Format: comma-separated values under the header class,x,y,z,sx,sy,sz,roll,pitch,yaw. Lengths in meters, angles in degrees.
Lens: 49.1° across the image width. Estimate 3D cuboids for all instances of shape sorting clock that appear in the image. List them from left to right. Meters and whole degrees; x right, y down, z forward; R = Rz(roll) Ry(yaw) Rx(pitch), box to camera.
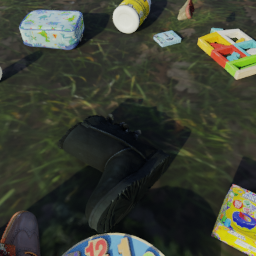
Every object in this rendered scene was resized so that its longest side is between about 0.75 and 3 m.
class,x,y,z,sx,sy,sz,roll,pitch,yaw
shape sorting clock,-0.346,2.969,4.310,2.648,0.520,2.648,-10,48,11

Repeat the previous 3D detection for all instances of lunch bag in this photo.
class,x,y,z,sx,sy,sz,roll,pitch,yaw
lunch bag,-2.807,-3.800,10.656,2.176,0.897,1.749,3,48,3

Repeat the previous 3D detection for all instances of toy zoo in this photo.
class,x,y,z,sx,sy,sz,roll,pitch,yaw
toy zoo,3.856,-2.885,10.221,1.851,0.289,2.821,-18,50,-16

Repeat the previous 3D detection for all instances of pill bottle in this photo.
class,x,y,z,sx,sy,sz,roll,pitch,yaw
pill bottle,0.250,-4.801,11.444,1.108,1.108,1.978,16,49,15

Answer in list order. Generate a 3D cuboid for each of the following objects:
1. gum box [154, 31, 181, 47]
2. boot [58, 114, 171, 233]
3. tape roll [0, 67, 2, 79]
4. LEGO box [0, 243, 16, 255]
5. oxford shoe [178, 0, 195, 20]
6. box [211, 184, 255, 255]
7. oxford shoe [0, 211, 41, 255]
class,x,y,z,sx,sy,sz,roll,pitch,yaw
gum box,1.517,-3.455,10.828,0.820,0.183,0.696,-19,50,-17
boot,-0.580,0.735,6.096,2.240,1.012,2.734,29,37,23
tape roll,-4.446,-1.721,8.672,0.971,0.971,0.321,-33,55,-27
LEGO box,-2.481,2.705,4.140,1.763,0.680,1.313,-37,47,17
oxford shoe,1.435,-2.962,6.985,0.353,0.333,0.944,-11,32,30
box,2.369,1.857,5.577,1.031,0.629,0.993,23,50,19
oxford shoe,-1.656,2.376,4.668,0.802,0.784,2.200,-33,48,26
